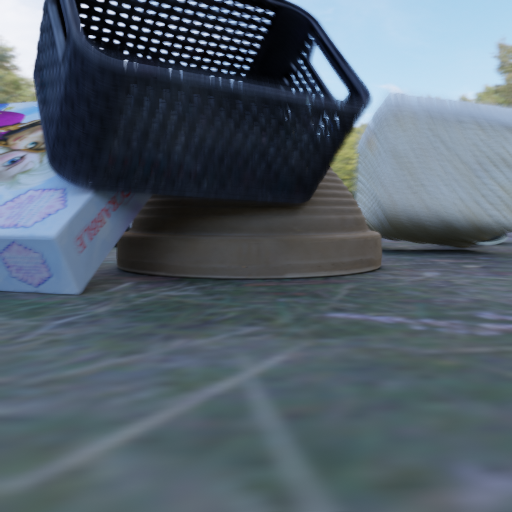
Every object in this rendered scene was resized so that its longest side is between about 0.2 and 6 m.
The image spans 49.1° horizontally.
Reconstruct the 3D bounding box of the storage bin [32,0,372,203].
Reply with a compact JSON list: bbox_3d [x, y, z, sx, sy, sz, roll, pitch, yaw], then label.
[{"bbox_3d":[-0.484,-1.449,4.735,2.434,1.646,1.141,0,-39,-30],"label":"storage bin"}]

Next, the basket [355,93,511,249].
[{"bbox_3d":[2.839,-1.233,8.979,2.262,1.819,2.241,6,-8,-1],"label":"basket"}]

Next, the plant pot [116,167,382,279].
[{"bbox_3d":[-0.081,-0.563,6.483,3.023,1.395,3.023,0,5,0],"label":"plant pot"}]

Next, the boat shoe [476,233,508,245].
[{"bbox_3d":[5.065,-0.785,11.768,2.009,0.666,0.751,-23,28,-37],"label":"boat shoe"}]

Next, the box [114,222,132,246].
[{"bbox_3d":[-3.544,-0.490,11.090,2.456,0.584,2.372,-3,8,-40],"label":"box"}]

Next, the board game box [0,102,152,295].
[{"bbox_3d":[-2.271,-0.738,5.301,2.691,0.555,2.697,1,37,16],"label":"board game box"}]
